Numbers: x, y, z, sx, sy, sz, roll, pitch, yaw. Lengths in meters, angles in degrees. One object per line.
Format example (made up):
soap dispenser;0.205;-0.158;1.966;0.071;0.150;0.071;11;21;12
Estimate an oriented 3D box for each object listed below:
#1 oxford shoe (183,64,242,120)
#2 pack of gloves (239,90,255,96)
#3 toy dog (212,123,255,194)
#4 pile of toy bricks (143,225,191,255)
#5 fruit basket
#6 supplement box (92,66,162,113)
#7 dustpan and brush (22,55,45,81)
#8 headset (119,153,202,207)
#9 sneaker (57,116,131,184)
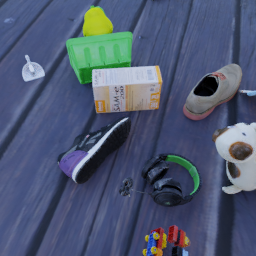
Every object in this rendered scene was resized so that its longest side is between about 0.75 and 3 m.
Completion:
oxford shoe;3.025;-1.439;9.351;1.037;1.101;2.945;35;61;23
pack of gloves;4.795;-0.897;8.811;2.254;1.894;0.445;6;98;12
toy dog;2.925;0.650;7.189;1.884;1.944;1.356;-36;36;9
pile of toy bricks;0.935;3.354;5.958;1.155;1.298;2.340;39;41;-19
fruit basket;-1.024;-2.988;10.050;2.473;1.783;2.473;1;68;-3
supplement box;-0.042;-1.216;9.049;2.115;1.333;0.778;-5;55;-3
dustpan and brush;-3.645;-2.298;10.482;0.772;0.317;1.107;-21;56;-15
headset;0.890;1.319;7.307;2.368;1.113;1.462;-12;53;-23
sneaker;-0.983;0.356;8.173;1.101;0.952;2.514;31;59;27
